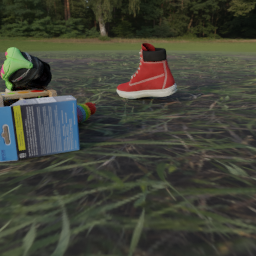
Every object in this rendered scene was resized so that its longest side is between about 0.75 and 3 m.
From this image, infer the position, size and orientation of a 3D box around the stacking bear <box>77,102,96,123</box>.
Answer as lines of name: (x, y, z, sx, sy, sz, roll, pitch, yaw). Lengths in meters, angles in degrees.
stacking bear: (-1.434, -0.507, 8.803, 0.602, 0.643, 1.058, 34, 37, 21)

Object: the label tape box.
label tape box: (-2.070, -0.015, 6.438, 1.781, 1.276, 0.589, -8, 21, -22)

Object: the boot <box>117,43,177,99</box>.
boot: (0.494, -2.353, 11.556, 2.929, 2.113, 1.060, 0, 29, 42)

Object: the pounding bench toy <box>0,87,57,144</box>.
pounding bench toy: (-2.907, -0.502, 7.847, 1.622, 1.292, 2.080, -12, 22, -31)

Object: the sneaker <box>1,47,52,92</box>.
sneaker: (-2.640, -1.354, 7.558, 1.105, 1.012, 2.637, 17, -1, -13)
